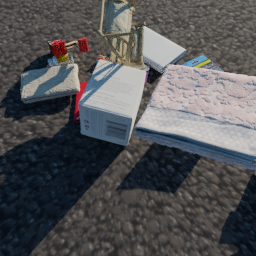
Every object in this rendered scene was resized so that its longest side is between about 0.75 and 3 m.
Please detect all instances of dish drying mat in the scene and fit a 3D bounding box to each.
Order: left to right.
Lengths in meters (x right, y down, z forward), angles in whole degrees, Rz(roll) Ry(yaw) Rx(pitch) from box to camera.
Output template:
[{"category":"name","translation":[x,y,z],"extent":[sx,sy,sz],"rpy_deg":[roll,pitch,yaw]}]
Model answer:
[{"category":"dish drying mat","translation":[-1.779,-1.107,11.554],"extent":[0.788,0.187,2.052],"rpy_deg":[-2,55,0]}]

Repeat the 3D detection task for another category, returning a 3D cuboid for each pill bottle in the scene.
[{"category":"pill bottle","translation":[-3.043,-3.030,12.667],"extent":[1.050,0.583,0.583],"rpy_deg":[-19,57,-14]}]

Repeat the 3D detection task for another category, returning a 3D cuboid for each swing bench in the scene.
[{"category":"swing bench","translation":[-0.164,-3.619,10.210],"extent":[1.361,2.098,2.087],"rpy_deg":[-2,67,11]}]

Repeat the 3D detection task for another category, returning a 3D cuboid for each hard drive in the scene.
[{"category":"hard drive","translation":[1.125,-3.829,13.372],"extent":[2.738,0.360,1.806],"rpy_deg":[38,63,23]}]

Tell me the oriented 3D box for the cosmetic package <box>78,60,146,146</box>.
[{"category":"cosmetic package","translation":[-0.549,-0.918,10.296],"extent":[1.861,1.859,2.255],"rpy_deg":[15,55,3]}]

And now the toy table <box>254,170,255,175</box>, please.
[{"category":"toy table","translation":[5.309,1.346,8.801],"extent":[1.448,2.273,2.473],"rpy_deg":[30,48,0]}]

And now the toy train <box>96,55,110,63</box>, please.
[{"category":"toy train","translation":[-0.795,-3.258,12.761],"extent":[1.327,0.369,0.997],"rpy_deg":[-22,46,-2]}]

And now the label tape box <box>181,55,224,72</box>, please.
[{"category":"label tape box","translation":[3.315,-2.256,12.129],"extent":[1.295,0.598,1.808],"rpy_deg":[-28,57,-19]}]

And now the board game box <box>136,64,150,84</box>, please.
[{"category":"board game box","translation":[0.024,-2.523,12.530],"extent":[1.766,0.285,1.060],"rpy_deg":[9,60,6]}]

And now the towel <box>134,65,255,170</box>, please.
[{"category":"towel","translation":[1.876,-0.510,6.694],"extent":[2.834,0.457,2.707],"rpy_deg":[15,52,21]}]

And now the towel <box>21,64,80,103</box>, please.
[{"category":"towel","translation":[-3.318,-1.907,11.956],"extent":[2.502,0.431,1.658],"rpy_deg":[-10,57,-3]}]

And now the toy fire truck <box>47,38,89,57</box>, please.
[{"category":"toy fire truck","translation":[-2.726,-3.690,12.603],"extent":[1.566,0.541,2.220],"rpy_deg":[-18,26,-14]}]
